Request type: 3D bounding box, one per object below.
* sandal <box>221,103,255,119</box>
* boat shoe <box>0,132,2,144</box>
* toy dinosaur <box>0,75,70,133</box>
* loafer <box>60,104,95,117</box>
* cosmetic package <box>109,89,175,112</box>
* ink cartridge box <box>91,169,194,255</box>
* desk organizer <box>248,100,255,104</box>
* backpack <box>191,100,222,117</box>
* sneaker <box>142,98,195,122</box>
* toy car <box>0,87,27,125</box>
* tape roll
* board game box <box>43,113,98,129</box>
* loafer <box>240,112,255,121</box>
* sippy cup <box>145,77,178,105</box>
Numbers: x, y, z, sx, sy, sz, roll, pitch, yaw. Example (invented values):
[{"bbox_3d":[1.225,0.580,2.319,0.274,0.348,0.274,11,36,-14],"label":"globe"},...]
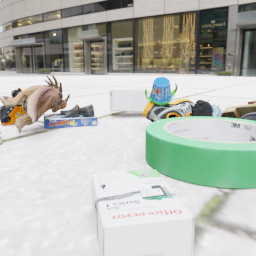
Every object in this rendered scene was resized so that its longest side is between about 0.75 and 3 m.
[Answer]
[{"bbox_3d":[3.851,-0.549,7.784,0.917,1.022,2.787,-49,20,-16],"label":"sandal"},{"bbox_3d":[-4.159,-0.120,7.412,0.929,0.824,2.486,-12,18,-43],"label":"boat shoe"},{"bbox_3d":[-2.542,-0.829,8.178,1.905,1.206,2.810,-28,12,-15],"label":"toy dinosaur"},{"bbox_3d":[-1.638,-0.578,9.033,1.111,0.402,0.404,-2,15,-6],"label":"loafer"},{"bbox_3d":[0.504,-1.036,10.807,2.386,0.883,1.213,-1,4,-6],"label":"cosmetic package"},{"bbox_3d":[0.088,0.982,3.255,0.935,0.540,1.280,-3,13,-12],"label":"ink cartridge box"},{"bbox_3d":[5.493,-0.851,11.245,1.565,0.561,0.603,-9,14,-35],"label":"desk organizer"},{"bbox_3d":[2.248,-0.302,8.138,0.976,1.036,1.270,11,8,8],"label":"backpack"},{"bbox_3d":[1.505,-0.357,8.789,2.280,0.892,0.881,-6,40,-37],"label":"sneaker"},{"bbox_3d":[-4.150,-0.847,9.946,0.893,1.317,2.684,32,-5,-43],"label":"toy car"},{"bbox_3d":[1.786,0.335,5.769,2.871,0.690,2.871,0,14,0],"label":"tape roll"},{"bbox_3d":[-1.934,-0.279,9.307,1.675,0.289,1.134,-4,14,-17],"label":"board game box"},{"bbox_3d":[3.987,0.070,6.294,0.925,1.055,2.937,-4,10,-33],"label":"loafer"},{"bbox_3d":[0.953,-1.098,8.016,0.671,0.626,0.854,31,56,27],"label":"sippy cup"}]
